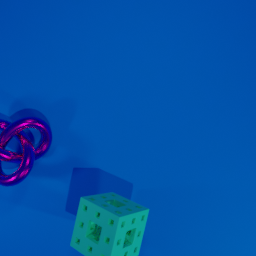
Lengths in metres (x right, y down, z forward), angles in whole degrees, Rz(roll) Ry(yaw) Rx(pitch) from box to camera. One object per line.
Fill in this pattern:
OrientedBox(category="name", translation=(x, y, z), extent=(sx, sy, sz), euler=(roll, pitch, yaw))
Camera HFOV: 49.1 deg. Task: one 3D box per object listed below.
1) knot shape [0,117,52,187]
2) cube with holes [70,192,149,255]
OrientedBox(category="knot shape", translation=(-2.752, 0.554, 6.696), extent=(1.786, 0.825, 1.671), euler=(8, 71, -20))
OrientedBox(category="cube with holes", translation=(-0.392, 2.186, 6.185), extent=(1.105, 1.105, 1.105), euler=(15, 94, 36))
